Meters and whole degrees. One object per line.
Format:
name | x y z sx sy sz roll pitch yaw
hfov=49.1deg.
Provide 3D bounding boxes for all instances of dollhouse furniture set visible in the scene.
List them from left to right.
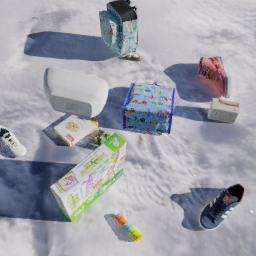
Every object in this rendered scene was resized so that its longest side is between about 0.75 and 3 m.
dollhouse furniture set | -1.070 0.450 11.360 0.579 0.443 0.883 -32 32 -27

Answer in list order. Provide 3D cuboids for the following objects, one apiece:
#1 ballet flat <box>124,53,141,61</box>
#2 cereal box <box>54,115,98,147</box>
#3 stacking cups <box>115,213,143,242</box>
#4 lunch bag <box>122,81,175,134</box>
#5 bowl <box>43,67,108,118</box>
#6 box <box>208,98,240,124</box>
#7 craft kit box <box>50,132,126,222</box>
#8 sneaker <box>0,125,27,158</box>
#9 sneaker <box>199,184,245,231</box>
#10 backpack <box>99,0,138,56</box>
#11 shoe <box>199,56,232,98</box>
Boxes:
ballet flat | 0.235 -3.592 14.118 0.875 0.316 0.297 14 56 10
cereal box | -2.145 -0.057 11.644 1.515 0.299 1.090 -39 64 -24
stacking cups | 0.018 3.270 9.337 0.326 0.326 1.079 -36 59 -22
lunch bag | 0.975 -1.181 12.022 2.010 1.256 2.670 7 46 8
bowl | -1.539 -0.878 8.039 1.818 1.821 0.680 13 71 -5
box | 4.045 -0.734 11.865 1.135 0.726 0.618 13 56 9
craft kit box | -1.151 1.669 9.055 2.527 2.559 0.621 -38 67 -23
sneaker | -4.652 0.543 11.047 1.711 0.620 0.615 38 62 22
sneaker | 3.193 2.583 9.458 2.038 0.861 0.764 -38 63 -23
backpack | -0.387 -4.756 13.710 1.753 2.328 2.067 -22 50 -10
shoe | 3.973 -2.380 12.940 1.208 0.949 2.656 2 50 3
